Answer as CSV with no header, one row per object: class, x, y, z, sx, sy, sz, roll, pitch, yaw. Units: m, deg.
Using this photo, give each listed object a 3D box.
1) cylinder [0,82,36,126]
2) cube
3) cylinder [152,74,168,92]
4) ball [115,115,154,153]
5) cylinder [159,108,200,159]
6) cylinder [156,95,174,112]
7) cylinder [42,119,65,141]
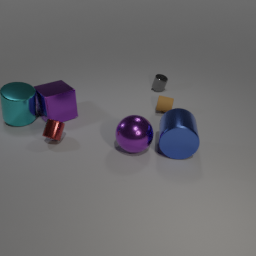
cylinder,-4.686,-1.033,12.029,1.400,1.400,1.400,9,39,-7
cube,-3.218,-1.150,12.486,1.400,1.400,1.400,-21,37,-30
cylinder,1.712,-2.433,15.098,0.700,0.700,0.700,11,42,-10
ball,0.235,0.214,10.264,1.400,1.400,1.400,0,31,0
cylinder,1.848,0.192,10.272,1.400,1.400,1.400,3,32,6
cylinder,1.707,-1.103,12.982,0.700,0.700,0.700,13,33,6
cylinder,-2.878,0.072,10.856,0.700,0.700,0.700,15,-8,2
